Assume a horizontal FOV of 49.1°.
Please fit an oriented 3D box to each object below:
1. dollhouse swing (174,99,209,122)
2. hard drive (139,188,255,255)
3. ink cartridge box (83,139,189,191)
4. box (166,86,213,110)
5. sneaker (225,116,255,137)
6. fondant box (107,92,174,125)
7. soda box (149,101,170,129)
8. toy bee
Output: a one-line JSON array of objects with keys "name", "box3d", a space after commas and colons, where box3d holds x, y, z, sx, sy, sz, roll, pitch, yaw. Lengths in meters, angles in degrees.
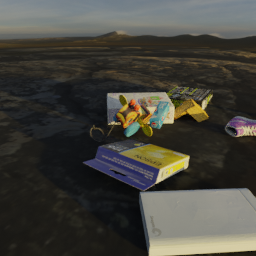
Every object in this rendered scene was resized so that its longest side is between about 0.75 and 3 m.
[{"name": "dollhouse swing", "box3d": [2.537, -0.540, 11.658, 1.076, 1.040, 1.184, 40, 17, -12]}, {"name": "hard drive", "box3d": [1.496, 1.746, 5.480, 2.407, 0.321, 1.588, -2, 21, -3]}, {"name": "ink cartridge box", "box3d": [0.239, 0.823, 7.353, 2.004, 0.477, 2.028, 17, 15, 36]}, {"name": "box", "box3d": [2.896, -1.460, 13.602, 1.977, 0.546, 2.467, 9, 23, 24]}, {"name": "sneaker", "box3d": [4.183, 0.108, 9.543, 1.726, 0.626, 0.984, 10, 28, 44]}, {"name": "fondant box", "box3d": [0.436, -0.842, 11.518, 2.587, 0.753, 1.866, -2, 25, -3]}, {"name": "soda box", "box3d": [1.042, -0.441, 9.165, 0.342, 0.323, 1.007, 10, 47, 26]}, {"name": "toy bee", "box3d": [0.160, -0.334, 9.249, 1.690, 1.403, 2.581, 39, 36, -1]}]
